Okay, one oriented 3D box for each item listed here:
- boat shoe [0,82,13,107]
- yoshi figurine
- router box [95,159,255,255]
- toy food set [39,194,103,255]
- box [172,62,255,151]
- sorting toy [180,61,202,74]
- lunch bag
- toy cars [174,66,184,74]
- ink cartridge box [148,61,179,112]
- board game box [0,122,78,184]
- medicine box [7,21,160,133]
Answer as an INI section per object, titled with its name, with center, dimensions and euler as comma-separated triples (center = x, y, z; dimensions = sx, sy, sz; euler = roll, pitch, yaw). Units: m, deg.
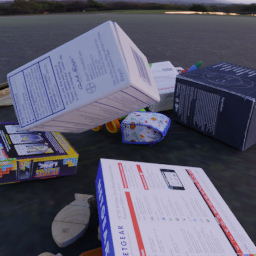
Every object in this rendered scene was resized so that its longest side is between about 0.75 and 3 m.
[boat shoe]
center = -5.376, -1.285, 10.743
dimensions = 2.970, 0.986, 1.099
euler = -19, 33, -32
[yoshi figurine]
center = -0.112, -0.702, 9.668
dimensions = 1.505, 1.499, 2.677
euler = 42, 50, 0
[router box]
center = 0.689, 1.595, 4.997
dimensions = 2.335, 0.636, 2.602
euler = 7, 25, -14
[toy food set]
center = -0.674, 2.186, 4.672
dimensions = 1.793, 0.444, 2.821
euler = 8, 22, 14
[box]
center = 3.404, -0.907, 9.195
dimensions = 2.767, 1.715, 2.720
euler = -21, 33, -35
[sorting toy]
center = 2.984, -2.172, 11.688
dimensions = 0.823, 1.205, 2.005
euler = -49, 39, 1
[lunch bag]
center = 0.573, 0.001, 8.480
dimensions = 1.298, 0.804, 1.103
euler = 1, 26, 19
[toy cars]
center = 1.903, -2.685, 14.033
dimensions = 1.078, 0.533, 2.405
euler = 27, 33, 29
[ink cartridge box]
center = 1.280, -1.659, 11.007
dimensions = 1.570, 0.906, 2.149
euler = -10, 44, -13
[board game box]
center = -2.579, 0.517, 7.285
dimensions = 1.843, 0.632, 2.229
euler = -1, 24, -33
[medicine box]
center = -0.948, -0.983, 7.064
dimensions = 2.833, 1.458, 2.580
euler = -20, -9, 17
